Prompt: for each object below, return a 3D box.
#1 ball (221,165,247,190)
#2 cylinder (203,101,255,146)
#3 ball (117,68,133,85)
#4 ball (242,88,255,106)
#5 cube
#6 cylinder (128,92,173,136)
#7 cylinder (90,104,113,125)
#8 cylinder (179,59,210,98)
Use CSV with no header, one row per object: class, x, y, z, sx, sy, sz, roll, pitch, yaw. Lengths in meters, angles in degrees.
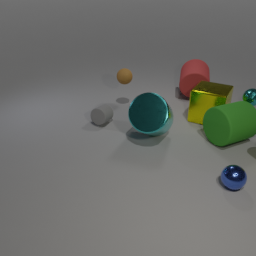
ball,2.993,1.390,7.928,0.700,0.700,0.700,0,29,0
cylinder,3.670,-0.174,10.024,1.400,1.400,1.400,-13,31,-24
ball,-0.149,-2.265,12.303,0.700,0.700,0.700,0,29,0
ball,4.852,-1.196,10.958,0.700,0.700,0.700,0,29,0
cube,3.402,-1.005,11.578,1.400,1.400,1.400,15,32,26
cylinder,0.851,-0.447,10.009,1.400,1.400,1.400,9,-3,16
cylinder,-1.052,-0.544,11.360,0.700,0.700,0.700,12,22,21
cylinder,3.225,-2.393,13.555,1.400,1.400,1.400,6,41,10
